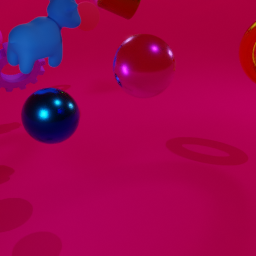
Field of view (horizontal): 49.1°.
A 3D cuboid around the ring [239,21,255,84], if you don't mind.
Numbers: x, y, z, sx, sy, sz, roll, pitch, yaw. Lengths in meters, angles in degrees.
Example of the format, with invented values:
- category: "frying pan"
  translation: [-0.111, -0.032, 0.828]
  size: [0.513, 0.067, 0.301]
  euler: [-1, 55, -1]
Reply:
- category: "ring"
  translation: [3.609, -1.716, 6.512]
  size: [2.024, 2.024, 0.405]
  euler: [20, 49, 31]

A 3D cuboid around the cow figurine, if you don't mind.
- category: "cow figurine"
  translation: [-1.480, -1.762, 4.959]
  size: [0.771, 1.383, 1.405]
  euler: [33, 38, 21]

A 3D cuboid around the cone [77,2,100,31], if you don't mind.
- category: "cone"
  translation: [-1.627, -4.124, 10.210]
  size: [0.968, 0.968, 0.972]
  euler: [-10, 31, -18]

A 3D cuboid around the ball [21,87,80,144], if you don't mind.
- category: "ball"
  translation: [-1.275, -0.201, 4.657]
  size: [0.944, 0.944, 0.944]
  euler: [0, 29, 0]

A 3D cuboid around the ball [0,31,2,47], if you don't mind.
- category: "ball"
  translation: [-4.634, -2.936, 9.049]
  size: [1.053, 1.053, 1.053]
  euler: [0, 29, 0]

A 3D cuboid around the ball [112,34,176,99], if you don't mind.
- category: "ball"
  translation: [0.194, -0.743, 3.412]
  size: [0.768, 0.768, 0.768]
  euler: [0, 29, 0]

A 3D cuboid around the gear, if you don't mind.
- category: "gear"
  translation: [-3.105, -1.651, 7.704]
  size: [1.604, 1.604, 0.297]
  euler: [-18, 64, -29]

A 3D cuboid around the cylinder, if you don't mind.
- category: "cylinder"
  translation: [-0.240, -3.813, 8.073]
  size: [1.016, 1.016, 1.016]
  euler: [15, 23, -22]

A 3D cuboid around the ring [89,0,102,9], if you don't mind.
- category: "ring"
  translation: [-0.988, -4.985, 10.045]
  size: [0.270, 1.350, 1.350]
  euler: [16, 33, 36]
